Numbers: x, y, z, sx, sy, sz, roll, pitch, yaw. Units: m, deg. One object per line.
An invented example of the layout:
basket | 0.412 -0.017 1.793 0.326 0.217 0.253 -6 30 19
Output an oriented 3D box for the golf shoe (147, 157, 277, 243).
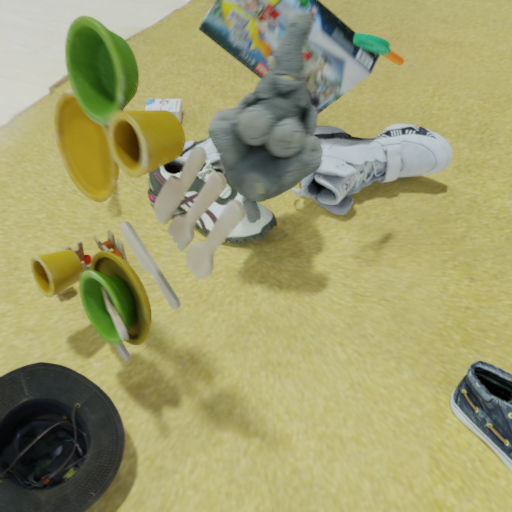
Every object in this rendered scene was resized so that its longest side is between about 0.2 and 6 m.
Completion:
golf shoe | -1.038 -1.292 12.015 3.160 1.392 1.220 21 49 18

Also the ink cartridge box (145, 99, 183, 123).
ink cartridge box | -2.500 -3.932 15.228 0.944 0.399 0.682 0 45 -2

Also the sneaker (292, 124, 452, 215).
sneaker | 2.540 -1.909 12.660 3.597 1.352 2.068 5 46 12

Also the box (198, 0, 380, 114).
box | 0.637 -4.585 11.951 3.327 2.272 0.627 34 66 -17

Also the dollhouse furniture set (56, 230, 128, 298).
dollhouse furniture set | -3.209 0.373 10.972 1.542 0.795 1.526 -29 41 -25

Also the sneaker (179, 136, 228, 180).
sneaker | -0.869 -2.496 13.592 2.125 0.799 1.221 -33 55 -22

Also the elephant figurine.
elephant figurine | 0.385 -2.521 10.139 2.226 2.030 2.869 -22 38 33

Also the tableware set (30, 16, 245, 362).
tableware set | -2.156 -0.488 7.499 0.738 4.808 3.239 -26 77 -39

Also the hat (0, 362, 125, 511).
hat | -3.118 2.819 8.294 2.396 0.966 2.396 4 60 -6

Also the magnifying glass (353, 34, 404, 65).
magnifying glass | 2.050 -3.354 9.130 0.554 0.156 1.393 23 16 35

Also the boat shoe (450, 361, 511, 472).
boat shoe | 4.012 2.625 8.400 0.823 1.056 2.327 -33 54 -28
